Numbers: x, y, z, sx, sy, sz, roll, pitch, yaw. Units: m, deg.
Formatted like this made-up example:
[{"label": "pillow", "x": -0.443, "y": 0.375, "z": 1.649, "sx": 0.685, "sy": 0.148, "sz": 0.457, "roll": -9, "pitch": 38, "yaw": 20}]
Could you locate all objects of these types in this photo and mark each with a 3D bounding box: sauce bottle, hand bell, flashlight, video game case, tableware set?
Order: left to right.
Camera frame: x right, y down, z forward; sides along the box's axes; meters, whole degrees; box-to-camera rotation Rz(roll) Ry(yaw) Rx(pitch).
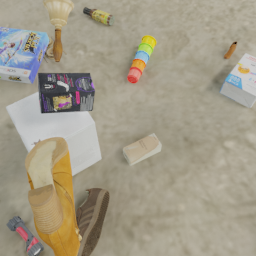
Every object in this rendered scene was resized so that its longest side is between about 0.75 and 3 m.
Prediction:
[{"label": "video game case", "x": -4.967, "y": -3.255, "z": 12.351, "sx": 2.281, "sy": 0.572, "sz": 2.517, "roll": 9, "pitch": 65, "yaw": 5}, {"label": "flashlight", "x": -3.156, "y": 3.308, "z": 8.512, "sx": 1.390, "sy": 0.470, "sz": 0.472, "roll": 36, "pitch": 86, "yaw": 21}, {"label": "tableware set", "x": -3.658, "y": -3.772, "z": 12.986, "sx": 1.027, "sy": 0.311, "sz": 1.554, "roll": -30, "pitch": 63, "yaw": -17}, {"label": "hand bell", "x": -2.042, "y": -2.803, "z": 8.236, "sx": 0.906, "sy": 0.906, "sz": 1.739, "roll": -1, "pitch": 87, "yaw": 0}, {"label": "sauce bottle", "x": -1.483, "y": -5.628, "z": 14.029, "sx": 1.674, "sy": 0.542, "sz": 0.542, "roll": 25, "pitch": 61, "yaw": 17}]

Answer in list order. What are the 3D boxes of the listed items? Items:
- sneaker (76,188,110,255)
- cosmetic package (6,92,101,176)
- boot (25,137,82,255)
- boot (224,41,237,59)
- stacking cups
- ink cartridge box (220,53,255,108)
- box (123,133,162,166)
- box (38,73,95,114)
[{"label": "sneaker", "x": -1.262, "y": 2.921, "z": 8.713, "sx": 0.831, "sy": 0.775, "sz": 2.201, "roll": 4, "pitch": 54, "yaw": 26}, {"label": "cosmetic package", "x": -2.302, "y": 0.251, "z": 9.213, "sx": 2.044, "sy": 2.458, "sz": 2.057, "roll": -29, "pitch": 62, "yaw": -17}, {"label": "boot", "x": -1.503, "y": 1.451, "z": 5.878, "sx": 0.872, "sy": 1.773, "sz": 2.477, "roll": -12, "pitch": 30, "yaw": -4}, {"label": "boot", "x": 4.653, "y": -3.507, "z": 12.650, "sx": 0.778, "sy": 0.604, "sz": 0.298, "roll": -38, "pitch": 65, "yaw": -21}, {"label": "stacking cups", "x": 0.623, "y": -2.977, "z": 12.321, "sx": 0.732, "sy": 0.732, "sz": 2.420, "roll": 14, "pitch": 63, "yaw": 9}, {"label": "ink cartridge box", "x": 5.100, "y": -2.159, "z": 11.679, "sx": 1.413, "sy": 0.833, "sz": 2.454, "roll": 32, "pitch": 64, "yaw": 18}, {"label": "box", "x": 0.510, "y": 0.768, "z": 10.050, "sx": 1.288, "sy": 0.501, "sz": 0.612, "roll": -26, "pitch": 62, "yaw": -14}, {"label": "box", "x": -1.619, "y": -0.925, "z": 7.320, "sx": 1.363, "sy": 0.723, "sz": 0.833, "roll": -3, "pitch": 47, "yaw": -19}]
